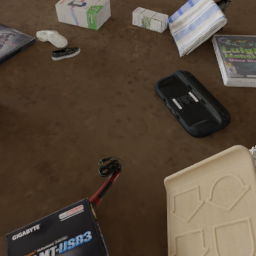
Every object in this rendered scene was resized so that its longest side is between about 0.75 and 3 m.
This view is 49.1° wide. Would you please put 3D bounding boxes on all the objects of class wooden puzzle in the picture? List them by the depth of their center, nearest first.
[{"bbox_3d":[1.558,1.740,5.030,0.532,2.130,2.299,20,53,-30],"label":"wooden puzzle"}]

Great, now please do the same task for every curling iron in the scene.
[{"bbox_3d":[-0.869,1.587,6.160,0.582,0.300,2.349,35,66,-3],"label":"curling iron"}]

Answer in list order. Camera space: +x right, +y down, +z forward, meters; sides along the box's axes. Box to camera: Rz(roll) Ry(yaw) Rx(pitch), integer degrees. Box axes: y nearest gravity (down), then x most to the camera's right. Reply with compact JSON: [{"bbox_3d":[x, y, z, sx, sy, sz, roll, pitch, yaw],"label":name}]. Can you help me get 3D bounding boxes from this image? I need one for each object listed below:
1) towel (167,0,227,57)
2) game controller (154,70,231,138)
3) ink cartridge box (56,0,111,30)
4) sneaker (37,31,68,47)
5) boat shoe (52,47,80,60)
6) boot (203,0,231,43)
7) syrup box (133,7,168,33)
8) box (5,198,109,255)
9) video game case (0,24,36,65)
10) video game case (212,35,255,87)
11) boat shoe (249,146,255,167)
[{"bbox_3d":[2.386,-3.912,10.246,1.898,0.308,2.584,-35,41,27],"label":"towel"},{"bbox_3d":[1.820,-0.789,8.258,1.319,0.532,2.528,-28,53,-4],"label":"game controller"},{"bbox_3d":[-1.804,-4.808,11.427,1.823,0.798,1.325,17,52,15],"label":"ink cartridge box"},{"bbox_3d":[-2.729,-3.425,10.482,1.350,0.508,0.597,23,41,20],"label":"sneaker"},{"bbox_3d":[-2.198,-2.697,9.934,1.057,0.299,0.363,-24,53,-19],"label":"boat shoe"},{"bbox_3d":[3.104,-4.070,10.504,0.634,1.223,1.872,35,58,26],"label":"boot"},{"bbox_3d":[0.867,-4.314,11.171,1.345,0.529,0.548,25,54,21],"label":"syrup box"},{"bbox_3d":[-1.255,2.452,5.144,1.770,0.440,1.757,-22,55,-5],"label":"box"},{"bbox_3d":[-4.990,-2.858,10.119,1.914,0.254,2.680,27,55,21],"label":"video game case"},{"bbox_3d":[4.563,-2.359,9.618,2.905,0.339,2.641,2,49,1],"label":"video game case"},{"bbox_3d":[3.079,0.758,6.641,2.023,0.747,0.863,6,44,4],"label":"boat shoe"}]
